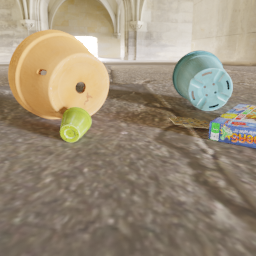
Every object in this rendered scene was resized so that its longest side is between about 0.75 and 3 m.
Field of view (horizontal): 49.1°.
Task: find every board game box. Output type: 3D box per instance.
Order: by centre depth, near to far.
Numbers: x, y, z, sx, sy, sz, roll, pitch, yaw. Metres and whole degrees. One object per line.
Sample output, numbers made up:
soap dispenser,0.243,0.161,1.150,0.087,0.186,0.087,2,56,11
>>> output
board game box,3.856,-0.111,8.156,2.027,0.516,2.995,12,20,34

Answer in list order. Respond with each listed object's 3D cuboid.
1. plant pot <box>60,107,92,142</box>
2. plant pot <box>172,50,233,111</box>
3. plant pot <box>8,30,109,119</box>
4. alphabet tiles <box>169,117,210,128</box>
plant pot,-1.484,-0.035,7.621,0.834,0.834,0.803,2,29,5
plant pot,3.104,-1.849,11.483,2.274,2.274,2.227,0,25,0
plant pot,-1.987,-1.519,8.919,2.944,2.944,2.061,-13,26,-37
alphabet tiles,1.999,-0.183,8.940,1.199,0.046,1.441,4,12,-4
